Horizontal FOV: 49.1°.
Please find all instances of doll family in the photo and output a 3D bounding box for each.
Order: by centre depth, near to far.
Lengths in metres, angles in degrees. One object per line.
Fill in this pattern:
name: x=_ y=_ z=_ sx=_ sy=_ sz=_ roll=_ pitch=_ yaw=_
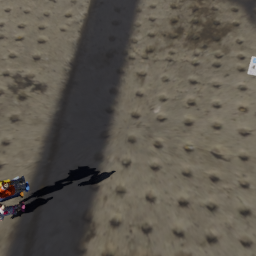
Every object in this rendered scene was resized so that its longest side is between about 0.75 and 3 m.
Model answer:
doll family: x=-2.826 y=1.488 z=6.282 sx=0.924 sy=1.489 sz=0.671 roll=-8 pitch=52 yaw=-33

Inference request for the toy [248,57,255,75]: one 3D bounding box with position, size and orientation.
toy: x=4.440 y=-1.232 z=7.596 sx=2.314 sy=1.333 sz=0.546 roll=16 pitch=85 yaw=20
